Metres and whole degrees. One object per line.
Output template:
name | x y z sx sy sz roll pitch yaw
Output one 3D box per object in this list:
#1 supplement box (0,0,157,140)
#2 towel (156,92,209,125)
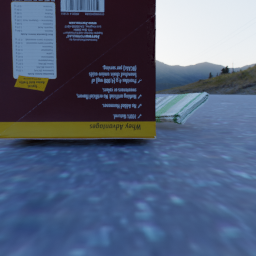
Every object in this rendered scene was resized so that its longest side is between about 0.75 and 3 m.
supplement box | -0.898 -1.254 5.511 2.764 2.802 1.861 0 5 -3
towel | 1.000 -0.501 7.662 2.038 0.313 1.520 -1 26 47
